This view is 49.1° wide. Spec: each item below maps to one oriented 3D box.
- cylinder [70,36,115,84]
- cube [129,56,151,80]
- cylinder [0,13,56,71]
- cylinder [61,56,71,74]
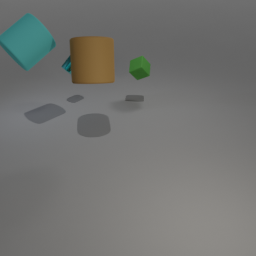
[{"bbox_3d":[-1.142,-2.161,9.058,1.400,1.400,1.400,-1,11,0],"label":"cylinder"},{"bbox_3d":[0.542,-2.730,12.773,0.700,0.700,0.700,-14,57,33],"label":"cube"},{"bbox_3d":[-3.482,-2.949,9.678,1.400,1.400,1.400,-46,45,-11],"label":"cylinder"},{"bbox_3d":[-2.512,-2.803,12.582,0.700,0.700,0.700,-53,43,0],"label":"cylinder"}]
